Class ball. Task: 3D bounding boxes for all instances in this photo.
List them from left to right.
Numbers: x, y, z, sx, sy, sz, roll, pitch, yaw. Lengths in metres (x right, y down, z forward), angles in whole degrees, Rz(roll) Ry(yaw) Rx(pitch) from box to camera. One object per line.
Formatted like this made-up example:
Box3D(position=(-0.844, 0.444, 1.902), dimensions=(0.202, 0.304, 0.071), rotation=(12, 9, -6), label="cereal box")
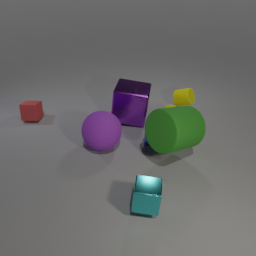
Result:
Box3D(position=(-0.918, 0.091, 9.775), dimensions=(1.400, 1.400, 1.400), rotation=(0, 31, 0), label="ball")

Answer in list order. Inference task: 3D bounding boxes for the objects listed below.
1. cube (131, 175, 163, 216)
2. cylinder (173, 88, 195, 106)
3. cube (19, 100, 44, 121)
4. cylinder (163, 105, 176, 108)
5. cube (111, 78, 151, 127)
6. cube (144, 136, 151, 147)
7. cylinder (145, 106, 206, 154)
Box3D(position=(0.498, 1.741, 7.283), dimensions=(0.700, 0.700, 0.700), rotation=(8, 31, 4), label="cube")
Box3D(position=(2.381, -1.311, 11.935), dimensions=(0.700, 0.700, 0.700), rotation=(-4, 24, 38), label="cylinder")
Box3D(position=(-4.032, -0.730, 11.731), dimensions=(0.700, 0.700, 0.700), rotation=(2, 20, 5), label="cube")
Box3D(position=(1.692, -0.453, 11.192), dimensions=(0.700, 0.700, 0.700), rotation=(3, 46, 5), label="cylinder")
Box3D(position=(0.135, -1.062, 11.572), dimensions=(1.400, 1.400, 1.400), rotation=(10, 32, 3), label="cube")
Box3D(position=(1.043, 0.244, 10.226), dimensions=(0.700, 0.700, 0.700), rotation=(15, 36, 19), label="cube")
Box3D(position=(1.497, 0.029, 8.941), dimensions=(1.400, 1.400, 1.400), rotation=(-9, 30, -40), label="cylinder")
